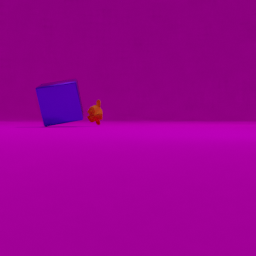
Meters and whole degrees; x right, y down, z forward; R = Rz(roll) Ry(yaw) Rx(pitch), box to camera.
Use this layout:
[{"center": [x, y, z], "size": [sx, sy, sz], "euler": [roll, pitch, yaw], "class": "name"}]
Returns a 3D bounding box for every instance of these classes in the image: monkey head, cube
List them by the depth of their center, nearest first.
[{"center": [-2.269, -0.902, 9.519], "size": [1.285, 1.285, 1.285], "euler": [-10, 15, -7], "class": "cube"}, {"center": [-1.158, -0.531, 10.701], "size": [0.741, 1.030, 0.621], "euler": [13, 21, 29], "class": "monkey head"}]
